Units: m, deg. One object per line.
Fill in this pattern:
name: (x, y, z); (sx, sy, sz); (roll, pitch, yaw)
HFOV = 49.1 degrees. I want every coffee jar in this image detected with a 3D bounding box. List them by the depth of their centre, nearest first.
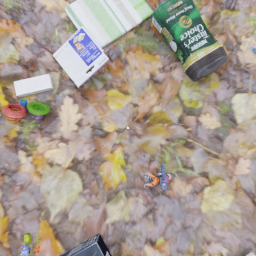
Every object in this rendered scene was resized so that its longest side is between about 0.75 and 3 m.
coffee jar: (2.233, -3.234, 10.134); (1.546, 1.265, 2.965); (-32, 86, -3)

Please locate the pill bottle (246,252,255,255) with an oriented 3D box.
pill bottle: (3.859, 5.035, 9.598); (1.553, 0.883, 0.883); (-33, 86, -3)

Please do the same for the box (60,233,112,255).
box: (-1.355, 4.914, 9.489); (1.758, 1.109, 1.789); (-29, 86, -2)

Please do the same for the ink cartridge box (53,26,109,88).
ink cartridge box: (-1.716, -2.596, 10.350); (1.586, 0.377, 1.605); (-39, 89, 13)

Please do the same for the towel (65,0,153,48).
towel: (-0.717, -4.413, 10.740); (2.798, 0.429, 2.087); (-34, 88, -5)

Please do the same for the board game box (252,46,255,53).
board game box: (5.658, -2.904, 10.605); (1.499, 0.274, 1.134); (43, 86, 3)

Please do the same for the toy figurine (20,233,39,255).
toy figurine: (-3.477, 4.299, 9.786); (0.566, 0.643, 1.073); (1, 85, 0)

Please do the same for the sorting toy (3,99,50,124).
sorting toy: (-3.692, -0.511, 10.112); (0.978, 1.627, 0.668); (46, 128, 40)

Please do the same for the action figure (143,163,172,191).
action figure: (1.081, 1.706, 10.092); (0.999, 0.540, 1.033); (0, 98, -7)

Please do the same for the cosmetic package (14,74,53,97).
cosmetic package: (-3.507, -1.578, 10.457); (1.329, 0.336, 0.548); (-13, 85, -1)
